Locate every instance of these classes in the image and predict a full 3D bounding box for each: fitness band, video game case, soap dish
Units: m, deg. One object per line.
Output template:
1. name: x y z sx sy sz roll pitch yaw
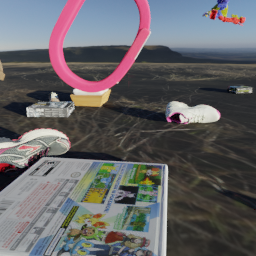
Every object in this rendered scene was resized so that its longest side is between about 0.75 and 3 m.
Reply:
1. fitness band: -0.582 -1.920 5.829 1.755 2.444 0.457 33 16 -7
2. video game case: -0.696 1.126 4.243 2.551 0.308 2.799 2 15 8
3. soap dish: -1.616 -1.431 12.465 1.405 0.725 1.785 2 16 7

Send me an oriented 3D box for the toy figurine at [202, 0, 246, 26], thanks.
1. toy figurine: 2.713 -3.449 7.289 1.043 1.184 1.977 20 31 15

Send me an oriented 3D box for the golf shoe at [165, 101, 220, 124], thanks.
1. golf shoe: 2.082 -0.369 9.194 1.774 0.668 0.812 8 40 18

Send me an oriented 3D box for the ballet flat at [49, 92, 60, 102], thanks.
1. ballet flat: -3.457 -1.418 12.952 0.438 0.433 1.287 -8 18 -26

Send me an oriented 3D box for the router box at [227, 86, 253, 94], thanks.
1. router box: 6.286 -2.159 15.723 1.098 0.341 0.823 -5 17 -17

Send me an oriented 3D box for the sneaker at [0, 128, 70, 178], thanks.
1. sneaker: -2.048 0.584 5.580 1.981 0.798 0.740 -14 48 -39

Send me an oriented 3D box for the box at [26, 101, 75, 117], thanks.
1. box: -2.882 -0.719 10.576 1.501 0.373 1.183 1 17 2

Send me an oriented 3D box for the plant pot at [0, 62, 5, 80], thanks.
1. plant pot: -2.458 -1.130 4.593 0.906 0.418 0.906 18 1 0
